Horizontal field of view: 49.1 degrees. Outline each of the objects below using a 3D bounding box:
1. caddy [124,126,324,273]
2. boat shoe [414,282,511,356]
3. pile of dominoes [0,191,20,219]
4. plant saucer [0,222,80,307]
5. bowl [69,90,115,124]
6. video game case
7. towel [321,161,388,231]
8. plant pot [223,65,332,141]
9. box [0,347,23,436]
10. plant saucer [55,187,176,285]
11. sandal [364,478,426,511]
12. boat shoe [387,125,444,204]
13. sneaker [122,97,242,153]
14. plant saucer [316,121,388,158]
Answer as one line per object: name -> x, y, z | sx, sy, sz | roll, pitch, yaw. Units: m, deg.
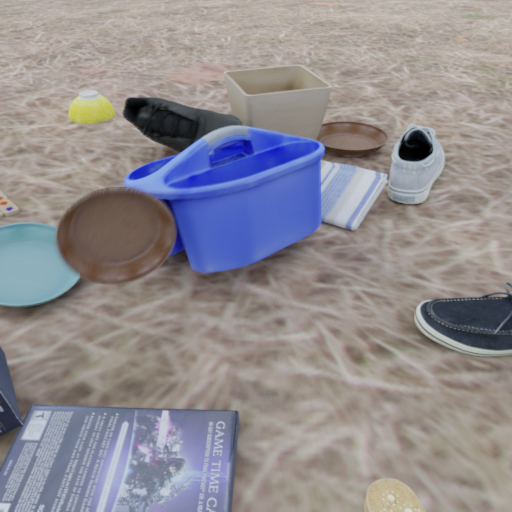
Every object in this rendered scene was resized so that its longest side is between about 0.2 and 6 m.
caddy -> -0.389, -1.073, 8.382 | 2.260, 1.678, 3.196 | 16, 31, 41
boat shoe -> 3.215, 0.764, 6.817 | 2.466, 0.768, 0.920 | 7, 36, 12
pile of dominoes -> -5.541, -1.058, 9.950 | 1.796, 0.367, 2.304 | -25, 40, -34
plant saucer -> -3.261, 0.168, 7.889 | 1.636, 0.294, 1.636 | 8, 43, -7
bowl -> -4.094, -3.738, 13.833 | 1.109, 0.596, 1.109 | 0, 32, 0
video game case -> -1.319, 2.092, 5.293 | 2.219, 0.211, 1.586 | 2, 33, 2
towel -> 1.185, -1.160, 9.973 | 1.945, 0.231, 1.428 | 18, 55, 28
plant pot -> 0.408, -2.930, 11.717 | 1.766, 1.564, 1.764 | -11, 35, -14
box -> -3.178, 1.414, 5.760 | 1.141, 0.652, 1.253 | -26, 40, -17
plant saucer -> -1.687, -0.273, 6.756 | 1.400, 1.400, 0.256 | -10, 39, -15
sandal -> 1.465, 2.465, 4.302 | 0.733, 0.658, 2.000 | -12, 35, -18
boat shoe -> 3.144, -1.973, 10.777 | 0.959, 0.979, 2.750 | 12, 35, 17
sneaker -> -1.526, -2.471, 10.965 | 3.068, 1.165, 1.392 | 22, 9, 42
plant saucer -> 2.018, -2.515, 12.229 | 1.687, 0.309, 1.687 | 0, 33, 0
